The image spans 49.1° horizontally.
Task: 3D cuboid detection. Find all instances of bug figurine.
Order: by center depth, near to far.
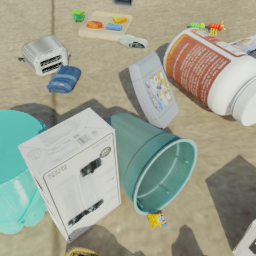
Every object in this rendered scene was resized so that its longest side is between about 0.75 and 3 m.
[{"bbox_3d":[2.878,-3.491,10.285,1.350,0.448,1.741,12,48,11],"label":"bug figurine"}]

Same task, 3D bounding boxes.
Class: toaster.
[{"bbox_3d":[-2.627,-2.263,8.855,1.500,0.852,0.969,-28,55,-25],"label":"toaster"}]

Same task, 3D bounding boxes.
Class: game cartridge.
[{"bbox_3d":[0.585,-0.775,6.108,0.324,1.559,1.038,-12,21,35],"label":"game cartridge"}]

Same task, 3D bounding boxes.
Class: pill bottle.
[{"bbox_3d":[2.337,-1.349,7.291,1.591,1.591,2.837,-23,48,-20],"label":"pill bottle"}]

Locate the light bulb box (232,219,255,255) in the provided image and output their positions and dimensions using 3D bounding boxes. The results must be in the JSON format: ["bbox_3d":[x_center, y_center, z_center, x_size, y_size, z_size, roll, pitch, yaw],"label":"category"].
[{"bbox_3d":[2.595,1.802,4.750,1.239,1.228,0.773,-28,52,-25],"label":"light bulb box"}]

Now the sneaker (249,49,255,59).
[{"bbox_3d":[4.512,-1.816,8.558,1.910,0.711,0.836,30,60,26],"label":"sneaker"}]

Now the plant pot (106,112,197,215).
[{"bbox_3d":[0.232,0.567,5.748,1.685,1.685,1.651,-31,47,-26],"label":"plant pot"}]

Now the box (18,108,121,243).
[{"bbox_3d":[-0.859,0.918,4.872,1.326,2.274,0.684,-33,53,-25],"label":"box"}]

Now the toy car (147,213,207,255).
[{"bbox_3d":[1.012,2.022,4.961,0.500,0.737,1.502,5,44,-41],"label":"toy car"}]

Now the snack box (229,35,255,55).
[{"bbox_3d":[4.113,-2.752,9.691,2.367,0.288,0.851,-21,50,-19],"label":"snack box"}]

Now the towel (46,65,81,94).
[{"bbox_3d":[-1.834,-1.430,8.129,0.696,0.302,1.246,6,38,5],"label":"towel"}]

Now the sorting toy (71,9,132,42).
[{"bbox_3d":[-1.226,-4.121,10.927,2.511,0.370,1.856,10,48,9],"label":"sorting toy"}]

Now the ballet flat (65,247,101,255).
[{"bbox_3d":[-0.003,2.686,4.202,2.601,0.820,0.893,23,51,20],"label":"ballet flat"}]

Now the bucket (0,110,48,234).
[{"bbox_3d":[-2.440,0.782,5.577,2.218,1.443,2.218,0,47,0],"label":"bucket"}]

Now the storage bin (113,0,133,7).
[{"bbox_3d":[-0.166,-5.796,12.398,0.878,0.639,0.590,10,37,10],"label":"storage bin"}]

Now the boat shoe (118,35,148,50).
[{"bbox_3d":[0.153,-3.005,9.874,1.075,0.375,0.383,12,43,7],"label":"boat shoe"}]
